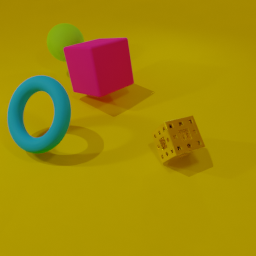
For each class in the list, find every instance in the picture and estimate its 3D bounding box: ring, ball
[{"bbox_3d":[-2.033,-0.309,6.322,1.771,1.771,0.354,25,7,26],"label":"ring"},{"bbox_3d":[-1.979,-2.713,8.934,1.182,1.182,1.182,0,41,0],"label":"ball"}]

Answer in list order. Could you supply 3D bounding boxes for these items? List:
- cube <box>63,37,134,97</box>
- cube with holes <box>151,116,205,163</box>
[{"bbox_3d":[-0.803,-1.742,7.881,1.309,1.309,1.309,-28,30,-36],"label":"cube"},{"bbox_3d":[1.097,0.261,6.241,0.741,0.741,0.741,-12,74,-22],"label":"cube with holes"}]
